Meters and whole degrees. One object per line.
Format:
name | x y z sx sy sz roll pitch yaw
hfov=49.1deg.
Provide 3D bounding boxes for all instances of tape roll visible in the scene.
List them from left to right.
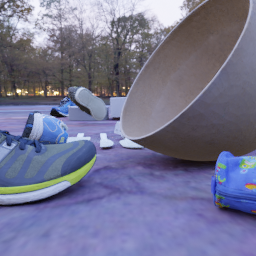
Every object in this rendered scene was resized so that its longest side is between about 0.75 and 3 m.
tape roll | -2.120 -0.812 15.163 2.172 0.718 2.172 1 6 0

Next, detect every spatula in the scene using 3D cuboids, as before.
spatula | -0.674 0.260 7.386 1.822 0.210 2.620 -1 6 -7

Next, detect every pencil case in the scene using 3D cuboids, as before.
pencil case | 1.481 0.575 2.482 1.490 0.581 0.647 5 7 40

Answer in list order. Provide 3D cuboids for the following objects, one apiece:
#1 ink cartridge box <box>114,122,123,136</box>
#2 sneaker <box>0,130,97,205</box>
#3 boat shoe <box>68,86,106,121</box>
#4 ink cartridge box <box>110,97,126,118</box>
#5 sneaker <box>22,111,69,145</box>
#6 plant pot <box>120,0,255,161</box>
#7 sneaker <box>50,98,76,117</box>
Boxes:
ink cartridge box | 0.064 0.061 7.753 0.580 0.333 0.798 16 4 25
sneaker | -1.609 0.257 3.122 2.653 1.074 0.980 -3 7 -27
boat shoe | -1.721 -1.071 12.196 0.727 0.869 2.433 21 -13 29
ink cartridge box | -0.035 -1.135 15.688 1.846 1.070 2.549 -3 3 -2
sneaker | -1.940 0.129 6.523 0.898 0.883 2.332 20 1 -17
plant pot | 1.547 -0.583 5.069 2.007 2.990 2.990 33 -6 -20
sneaker | -4.078 -1.309 17.620 1.061 1.204 2.701 1 7 13
